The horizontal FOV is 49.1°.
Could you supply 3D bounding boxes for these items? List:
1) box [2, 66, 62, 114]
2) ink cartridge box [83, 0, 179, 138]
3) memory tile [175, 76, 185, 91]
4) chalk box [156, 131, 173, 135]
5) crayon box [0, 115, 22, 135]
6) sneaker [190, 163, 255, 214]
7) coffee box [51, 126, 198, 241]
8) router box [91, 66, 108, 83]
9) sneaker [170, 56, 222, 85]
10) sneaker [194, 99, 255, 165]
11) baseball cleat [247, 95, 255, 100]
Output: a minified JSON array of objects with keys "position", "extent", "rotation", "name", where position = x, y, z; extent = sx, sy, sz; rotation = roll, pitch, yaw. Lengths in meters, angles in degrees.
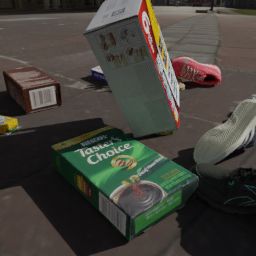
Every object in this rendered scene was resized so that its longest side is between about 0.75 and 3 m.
[{"position":[-3.518,-1.462,10.166],"extent":[1.293,0.968,2.583],"rotation":[-17,33,-30],"name":"box"},{"position":[0.337,-1.744,7.056],"extent":[1.233,2.941,2.582],"rotation":[-12,39,19],"name":"ink cartridge box"},{"position":[1.256,-2.210,12.390],"extent":[2.207,0.242,2.879],"rotation":[0,27,1],"name":"memory tile"},{"position":[1.018,-0.261,7.903],"extent":[0.494,0.797,0.497],"rotation":[-3,27,-17],"name":"chalk box"},{"position":[-3.706,-0.108,8.253],"extent":[0.941,0.243,0.592],"rotation":[12,29,21],"name":"crayon box"},{"position":[2.479,1.049,5.048],"extent":[2.825,1.120,1.065],"rotation":[16,33,31],"name":"sneaker"},{"position":[-0.214,0.891,5.855],"extent":[1.741,0.623,2.831],"rotation":[-20,33,-33],"name":"coffee box"},{"position":[-0.633,-2.575,12.668],"extent":[1.440,0.392,1.604],"rotation":[-31,39,-29],"name":"router box"},{"position":[2.819,-2.362,11.771],"extent":[2.443,0.900,1.060],"rotation":[9,34,-5],"name":"sneaker"},{"position":[2.600,0.325,6.916],"extent":[2.318,0.980,0.869],"rotation":[-37,39,-15],"name":"sneaker"},{"position":[4.014,-0.536,8.892],"extent":[0.855,0.560,1.606],"rotation":[26,46,31],"name":"baseball cleat"}]
